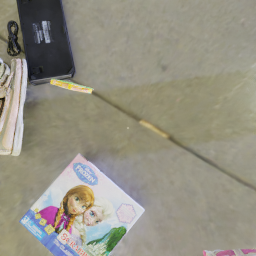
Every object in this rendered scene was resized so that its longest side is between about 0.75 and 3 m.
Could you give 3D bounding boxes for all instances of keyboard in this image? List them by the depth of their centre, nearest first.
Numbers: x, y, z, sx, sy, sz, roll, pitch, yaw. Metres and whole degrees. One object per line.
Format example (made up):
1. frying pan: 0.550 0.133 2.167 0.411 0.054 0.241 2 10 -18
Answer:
1. keyboard: -2.655 -2.689 8.193 1.793 0.383 2.987 -11 77 -9

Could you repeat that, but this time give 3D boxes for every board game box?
1. board game box: -0.928 -0.692 4.620 0.384 0.803 0.120 5 98 -41
2. board game box: -1.123 2.186 7.020 2.221 0.457 2.216 39 80 8

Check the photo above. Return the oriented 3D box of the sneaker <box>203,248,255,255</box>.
1. sneaker: 2.008 2.595 4.815 1.065 2.414 0.982 -5 70 -2

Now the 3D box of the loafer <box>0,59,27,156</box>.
1. loafer: -3.148 -0.609 7.319 0.831 0.950 2.643 5 79 -26

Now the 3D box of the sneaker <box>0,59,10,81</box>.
1. sneaker: -4.098 -1.093 7.372 0.799 1.218 2.117 28 79 6
